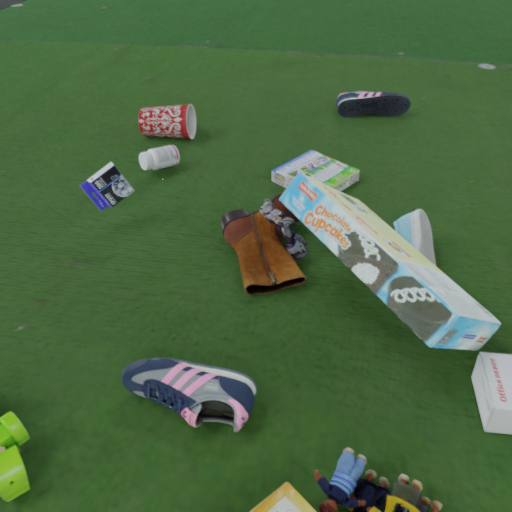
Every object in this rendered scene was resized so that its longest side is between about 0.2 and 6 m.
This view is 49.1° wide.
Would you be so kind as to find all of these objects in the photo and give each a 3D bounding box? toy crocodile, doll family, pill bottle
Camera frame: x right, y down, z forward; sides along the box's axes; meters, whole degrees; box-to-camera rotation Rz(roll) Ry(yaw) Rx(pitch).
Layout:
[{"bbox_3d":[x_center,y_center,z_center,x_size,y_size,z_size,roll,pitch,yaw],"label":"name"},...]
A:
[{"bbox_3d":[-3.601,2.291,7.307,2.222,0.686,0.750,24,45,35],"label":"toy crocodile"},{"bbox_3d":[1.399,2.927,6.516,1.568,0.615,0.906,16,45,27],"label":"doll family"},{"bbox_3d":[-2.260,-2.277,13.046,0.852,0.483,0.483,-20,42,-34],"label":"pill bottle"}]

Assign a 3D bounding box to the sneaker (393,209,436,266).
[{"bbox_3d":[2.798,0.017,10.267,0.769,0.693,1.876,-23,38,37],"label":"sneaker"}]

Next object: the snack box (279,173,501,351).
[{"bbox_3d":[2.039,0.060,8.749,1.978,0.632,3.405,14,28,-51],"label":"snack box"}]

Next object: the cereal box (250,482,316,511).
[{"bbox_3d":[0.502,3.895,5.213,2.135,0.586,2.967,-27,45,-30],"label":"cereal box"}]

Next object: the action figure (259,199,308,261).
[{"bbox_3d":[0.501,-0.544,10.333,0.452,1.304,0.848,-34,26,4],"label":"action figure"}]

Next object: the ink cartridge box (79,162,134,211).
[{"bbox_3d":[-2.936,-1.332,11.052,0.784,0.777,0.170,-38,47,-6],"label":"ink cartridge box"}]

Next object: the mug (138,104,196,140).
[{"bbox_3d":[-2.278,-3.419,14.612,1.315,1.167,0.877,2,74,9],"label":"mug"}]

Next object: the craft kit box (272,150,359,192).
[{"bbox_3d":[1.355,-1.835,12.800,1.434,0.352,1.452,29,47,36],"label":"craft kit box"}]

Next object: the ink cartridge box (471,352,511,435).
[{"bbox_3d":[3.806,1.931,7.746,1.383,0.573,1.015,4,38,6],"label":"ink cartridge box"}]

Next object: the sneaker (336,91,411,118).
[{"bbox_3d":[3.262,-4.370,15.716,2.043,0.717,0.838,0,41,-1],"label":"sneaker"}]

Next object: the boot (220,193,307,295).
[{"bbox_3d":[0.477,-0.296,10.497,2.003,0.729,2.128,-11,40,-14],"label":"boot"}]

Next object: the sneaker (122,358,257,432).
[{"bbox_3d":[-0.995,1.918,7.683,1.933,0.678,0.793,5,35,8],"label":"sneaker"}]
